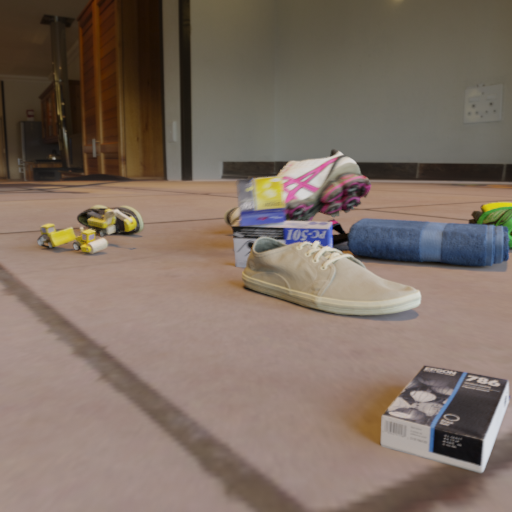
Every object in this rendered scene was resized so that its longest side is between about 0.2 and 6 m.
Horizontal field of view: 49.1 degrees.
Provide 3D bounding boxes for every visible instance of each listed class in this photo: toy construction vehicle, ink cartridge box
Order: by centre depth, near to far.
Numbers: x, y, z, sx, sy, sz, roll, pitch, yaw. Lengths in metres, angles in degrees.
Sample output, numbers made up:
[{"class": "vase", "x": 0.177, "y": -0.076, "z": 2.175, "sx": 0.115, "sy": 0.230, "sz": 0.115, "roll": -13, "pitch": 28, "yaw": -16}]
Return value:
[{"class": "ink cartridge box", "x": 1.438, "y": 1.089, "z": 4.101, "sx": 0.664, "sy": 0.262, "sz": 1.335, "roll": 5, "pitch": 10, "yaw": 30}, {"class": "ink cartridge box", "x": 0.079, "y": -0.923, "z": 9.402, "sx": 0.764, "sy": 0.773, "sz": 0.182, "roll": -6, "pitch": -11, "yaw": -3}, {"class": "ink cartridge box", "x": 0.455, "y": -0.188, "z": 9.653, "sx": 1.685, "sy": 0.792, "sz": 0.372, "roll": 3, "pitch": 24, "yaw": 16}, {"class": "toy construction vehicle", "x": -3.540, "y": -0.575, "z": 11.680, "sx": 1.680, "sy": 0.592, "sz": 1.463, "roll": 11, "pitch": 25, "yaw": 38}]

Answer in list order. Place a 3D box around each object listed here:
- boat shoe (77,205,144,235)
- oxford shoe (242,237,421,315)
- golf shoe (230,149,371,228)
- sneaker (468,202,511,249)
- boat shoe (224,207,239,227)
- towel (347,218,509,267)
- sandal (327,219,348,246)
[{"class": "boat shoe", "x": -3.664, "y": -0.837, "z": 13.998, "sx": 2.120, "sy": 0.776, "sz": 0.687, "roll": 5, "pitch": 23, "yaw": 40}, {"class": "oxford shoe", "x": 0.867, "y": 0.228, "z": 7.492, "sx": 2.761, "sy": 0.797, "sz": 1.038, "roll": 12, "pitch": 13, "yaw": 43}, {"class": "golf shoe", "x": 0.782, "y": -1.276, "z": 11.848, "sx": 3.096, "sy": 1.124, "sz": 1.426, "roll": -22, "pitch": 59, "yaw": -16}, {"class": "sneaker", "x": 6.202, "y": -0.606, "z": 11.879, "sx": 3.047, "sy": 1.189, "sz": 1.298, "roll": -11, "pitch": 19, "yaw": -9}, {"class": "boat shoe", "x": -0.033, "y": -0.998, "z": 13.988, "sx": 1.598, "sy": 0.570, "sz": 0.481, "roll": -5, "pitch": -1, "yaw": -34}, {"class": "towel", "x": 3.193, "y": -0.237, "z": 10.446, "sx": 2.815, "sy": 0.683, "sz": 1.572, "roll": 5, "pitch": 12, "yaw": 24}, {"class": "sandal", "x": 1.285, "y": -0.462, "z": 11.633, "sx": 2.259, "sy": 0.509, "sz": 0.848, "roll": -6, "pitch": -10, "yaw": -27}]
